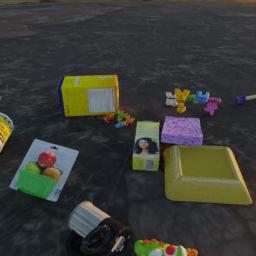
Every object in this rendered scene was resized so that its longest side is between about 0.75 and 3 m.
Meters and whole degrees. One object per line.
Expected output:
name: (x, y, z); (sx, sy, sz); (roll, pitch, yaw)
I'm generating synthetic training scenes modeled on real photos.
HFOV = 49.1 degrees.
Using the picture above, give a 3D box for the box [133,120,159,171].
box: (0.648, 0.520, 9.587); (0.863, 0.575, 2.293); (2, 30, 3)

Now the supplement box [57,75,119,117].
supplement box: (-1.651, -1.413, 12.065); (2.456, 1.337, 1.345); (-2, 31, -4)

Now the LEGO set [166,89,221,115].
LEGO set: (2.604, -1.035, 11.959); (2.396, 0.983, 0.914); (10, -10, 25)

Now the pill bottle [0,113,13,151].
pill bottle: (-4.665, 0.315, 9.476); (1.034, 1.034, 1.839); (-1, 32, -2)

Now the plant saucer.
plant saucer: (2.293, 1.204, 8.452); (2.342, 0.567, 2.341); (2, 32, 4)

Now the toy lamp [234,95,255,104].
toy lamp: (5.602, -1.391, 12.928); (1.565, 0.455, 0.455); (-13, 33, -19)

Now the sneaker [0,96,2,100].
sneaker: (-6.087, -1.341, 12.994); (0.450, 0.292, 0.778); (-2, 30, -7)

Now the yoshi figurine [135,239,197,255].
yoshi figurine: (0.745, 2.785, 5.919); (1.344, 0.755, 0.752); (16, 73, 0)

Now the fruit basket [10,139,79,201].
fruit basket: (-2.325, 1.166, 7.889); (1.445, 0.731, 1.560); (14, 55, 10)

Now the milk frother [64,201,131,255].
milk frother: (-0.792, 2.171, 6.069); (1.280, 1.361, 1.229); (21, 41, 32)

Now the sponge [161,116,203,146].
sponge: (1.926, 0.053, 10.026); (1.317, 0.352, 2.362); (5, 17, 10)

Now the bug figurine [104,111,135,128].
bug figurine: (-0.337, -0.330, 11.254); (0.999, 0.331, 1.288); (-13, 29, -32)
